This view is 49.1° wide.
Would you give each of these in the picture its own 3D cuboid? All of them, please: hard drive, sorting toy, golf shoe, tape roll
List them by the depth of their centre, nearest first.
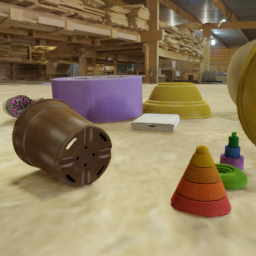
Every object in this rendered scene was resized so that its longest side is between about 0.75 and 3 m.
[{"bbox_3d":[1.087,0.383,3.368,0.643,0.639,1.855,7,13,32],"label":"sorting toy"},{"bbox_3d":[0.772,-0.169,7.464,1.055,0.213,1.599,3,10,14],"label":"hard drive"},{"bbox_3d":[-3.165,-0.551,8.279,0.945,0.745,2.051,-3,1,8],"label":"golf shoe"},{"bbox_3d":[-0.964,-1.035,9.025,2.868,1.219,2.868,-1,13,0],"label":"tape roll"}]

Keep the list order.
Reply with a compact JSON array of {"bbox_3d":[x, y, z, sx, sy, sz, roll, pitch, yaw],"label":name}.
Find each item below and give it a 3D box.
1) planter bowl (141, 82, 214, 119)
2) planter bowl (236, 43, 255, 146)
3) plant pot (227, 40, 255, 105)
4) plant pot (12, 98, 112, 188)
[{"bbox_3d":[1.636,-1.024,9.695,2.618,1.090,2.618,0,11,0],"label":"planter bowl"},{"bbox_3d":[2.574,-0.409,3.391,2.212,2.212,0.921,-1,20,-5],"label":"planter bowl"},{"bbox_3d":[4.272,-1.325,8.963,2.491,2.491,1.673,8,48,37],"label":"plant pot"},{"bbox_3d":[-0.794,0.205,3.580,1.015,1.015,1.005,-9,21,-40],"label":"plant pot"}]
